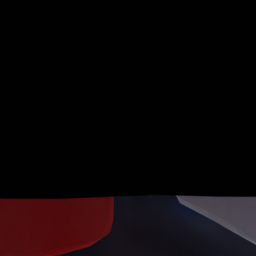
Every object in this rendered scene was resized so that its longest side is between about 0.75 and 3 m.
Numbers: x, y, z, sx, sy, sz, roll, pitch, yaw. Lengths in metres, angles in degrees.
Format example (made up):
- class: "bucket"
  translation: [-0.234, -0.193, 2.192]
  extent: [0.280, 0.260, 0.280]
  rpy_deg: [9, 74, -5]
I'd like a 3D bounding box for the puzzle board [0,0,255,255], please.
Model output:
- class: "puzzle board"
  translation: [-0.287, 0.034, 0.086]
  extent: [2.210, 0.255, 2.932]
  rpy_deg: [1, 2, 6]
